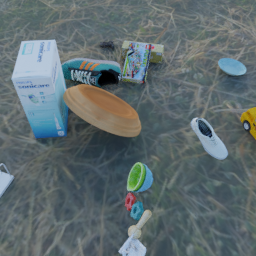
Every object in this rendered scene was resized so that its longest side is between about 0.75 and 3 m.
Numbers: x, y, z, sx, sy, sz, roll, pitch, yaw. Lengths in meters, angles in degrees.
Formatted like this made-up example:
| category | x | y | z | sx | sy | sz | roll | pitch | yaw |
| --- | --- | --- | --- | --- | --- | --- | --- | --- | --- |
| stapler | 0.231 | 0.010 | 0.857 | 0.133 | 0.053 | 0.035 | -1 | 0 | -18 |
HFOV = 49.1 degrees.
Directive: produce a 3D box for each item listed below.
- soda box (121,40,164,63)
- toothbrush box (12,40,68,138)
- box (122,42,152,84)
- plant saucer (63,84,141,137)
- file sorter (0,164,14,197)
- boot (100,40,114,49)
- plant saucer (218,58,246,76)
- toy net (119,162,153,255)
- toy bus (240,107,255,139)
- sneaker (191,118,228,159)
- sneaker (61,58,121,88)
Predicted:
| category | x | y | z | sx | sy | sz | roll | pitch | yaw |
| --- | --- | --- | --- | --- | --- | --- | --- | --- | --- |
| soda box | 0.672 | -3.528 | 12.962 | 1.901 | 0.609 | 0.644 | 10 | 50 | 8 |
| toothbrush box | -2.838 | -1.276 | 9.592 | 1.174 | 2.754 | 2.016 | -4 | 50 | -4 |
| box | 0.395 | -2.846 | 12.146 | 1.012 | 0.319 | 1.838 | 8 | 71 | 7 |
| plant saucer | -0.760 | -0.705 | 9.479 | 2.867 | 0.536 | 2.867 | 27 | 18 | -9 |
| file sorter | -4.508 | 1.457 | 8.434 | 1.521 | 0.947 | 1.055 | 15 | 50 | 13 |
| boot | -1.034 | -4.012 | 13.640 | 0.677 | 0.269 | 0.778 | -10 | 42 | -5 |
| plant saucer | 4.566 | -2.643 | 12.380 | 1.253 | 0.241 | 1.253 | 5 | 46 | -5 |
| toy net | 0.067 | 2.344 | 7.463 | 0.529 | 1.437 | 2.738 | 23 | 60 | -22 |
| toy bus | 4.972 | 0.266 | 9.373 | 0.884 | 1.063 | 2.715 | -15 | 51 | -12 |
| sneaker | 2.597 | 0.354 | 8.947 | 0.589 | 0.571 | 1.613 | -41 | 86 | -1 |
| sneaker | -1.584 | -2.245 | 11.628 | 2.635 | 0.941 | 1.053 | -2 | 45 | -4 |
